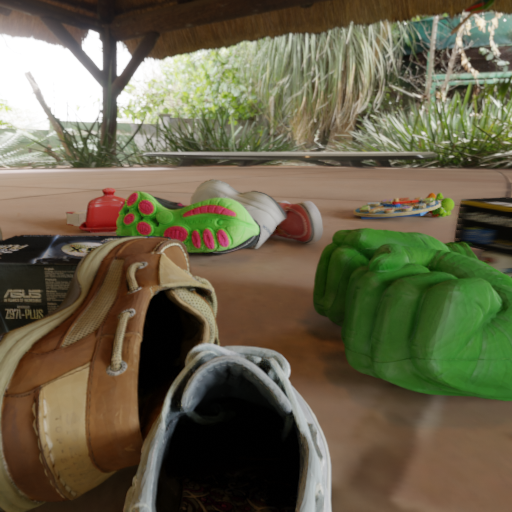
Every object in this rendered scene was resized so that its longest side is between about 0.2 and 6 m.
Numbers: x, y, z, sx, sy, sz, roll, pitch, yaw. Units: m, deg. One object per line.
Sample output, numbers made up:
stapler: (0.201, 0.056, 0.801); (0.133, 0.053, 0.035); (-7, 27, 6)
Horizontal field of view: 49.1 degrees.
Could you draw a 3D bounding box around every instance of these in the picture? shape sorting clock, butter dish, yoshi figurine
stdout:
shape sorting clock: (3.849, -1.353, 15.394); (2.323, 0.456, 2.323); (-6, 8, 1)
butter dish: (-3.441, -1.095, 13.155); (1.357, 1.006, 1.361); (-3, 12, -10)
yoshi figurine: (5.192, -1.423, 15.718); (0.690, 0.687, 1.227); (9, 18, -2)

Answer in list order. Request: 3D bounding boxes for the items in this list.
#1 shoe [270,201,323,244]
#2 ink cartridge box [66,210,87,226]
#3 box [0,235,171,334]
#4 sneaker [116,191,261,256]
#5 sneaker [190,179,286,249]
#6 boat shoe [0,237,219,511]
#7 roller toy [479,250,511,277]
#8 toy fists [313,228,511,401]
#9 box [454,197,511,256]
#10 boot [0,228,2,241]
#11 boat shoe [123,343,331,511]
shoe: (0.445, -0.686, 11.766); (1.107, 0.870, 2.434); (-11, 13, -17)
ink cartridge box: (-4.321, -0.973, 14.244); (0.577, 0.336, 0.797); (9, 15, 38)
box: (-2.126, 0.324, 6.398); (2.060, 0.887, 1.687); (1, 12, 4)
sneaker: (-1.338, -0.462, 10.373); (3.225, 1.238, 1.351); (9, -6, 33)
sneaker: (-0.583, -0.857, 11.452); (2.466, 1.074, 0.919); (17, -21, 44)
boat shoe: (-0.819, 0.619, 4.140); (1.150, 1.178, 3.115); (-9, 19, 10)
roller toy: (3.712, 0.135, 8.640); (0.539, 0.376, 0.491); (11, 12, 16)
toy fists: (1.555, 0.379, 5.486); (1.748, 1.179, 3.429); (-1, 13, -4)
box: (5.134, -0.300, 8.748); (3.243, 0.800, 2.590); (16, 17, 37)
boot: (-3.946, 0.440, 6.394); (0.952, 1.235, 2.548); (31, 53, 24)
boat shoe: (-0.045, 0.980, 2.836); (0.987, 1.008, 2.830); (0, 11, 0)
